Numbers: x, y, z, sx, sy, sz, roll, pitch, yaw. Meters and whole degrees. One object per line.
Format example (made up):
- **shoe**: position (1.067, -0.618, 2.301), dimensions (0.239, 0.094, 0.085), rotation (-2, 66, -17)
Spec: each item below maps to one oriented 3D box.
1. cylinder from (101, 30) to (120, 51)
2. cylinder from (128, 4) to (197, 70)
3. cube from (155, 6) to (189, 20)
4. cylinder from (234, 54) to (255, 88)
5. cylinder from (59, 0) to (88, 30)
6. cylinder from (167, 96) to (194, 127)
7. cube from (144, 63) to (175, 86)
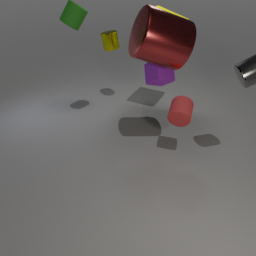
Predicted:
- **cylinder**: position (-0.737, -3.662, 11.740), dimensions (0.700, 0.700, 0.700), rotation (-9, 30, 5)
- **cylinder**: position (0.904, -2.439, 7.668), dimensions (1.400, 1.400, 1.400), rotation (12, 25, -19)
- **cube**: position (1.310, -3.696, 10.758), dimensions (1.400, 1.400, 1.400), rotation (28, 33, 10)
- **cylinder**: position (3.276, -1.507, 7.361), dimensions (0.700, 0.700, 0.700), rotation (-26, 26, 15)
- **cylinder**: position (-1.780, -3.694, 9.180), dimensions (0.700, 0.700, 0.700), rotation (30, 18, -11)
- **cylinder**: position (1.621, -0.513, 8.599), dimensions (0.700, 0.700, 0.700), rotation (9, 51, 15)
- **cube**: position (1.024, -1.807, 9.113), dimensions (0.700, 0.700, 0.700), rotation (0, -8, -33)
